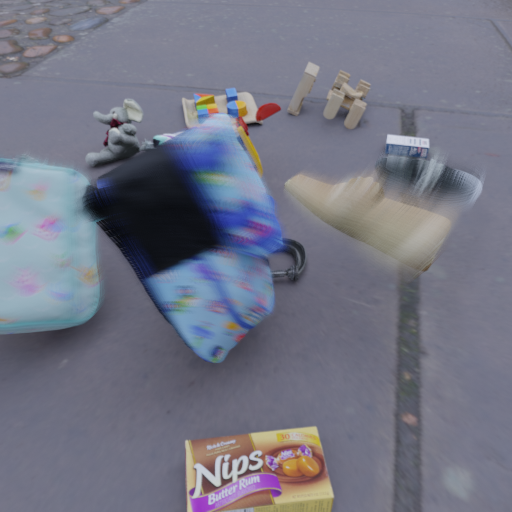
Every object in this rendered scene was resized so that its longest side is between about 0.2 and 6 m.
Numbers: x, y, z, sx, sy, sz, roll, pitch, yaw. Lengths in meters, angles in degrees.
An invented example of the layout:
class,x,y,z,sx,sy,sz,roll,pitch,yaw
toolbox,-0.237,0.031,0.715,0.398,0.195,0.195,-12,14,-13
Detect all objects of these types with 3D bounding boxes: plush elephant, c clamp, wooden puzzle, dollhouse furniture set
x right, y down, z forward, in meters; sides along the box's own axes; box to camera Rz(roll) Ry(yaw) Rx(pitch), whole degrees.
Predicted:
class,x,y,z,sx,sy,sz,roll,pitch,yaw
plush elephant,-3.528,-3.236,14.269,1.738,1.432,1.346,-18,79,-45
c clamp,-0.025,0.245,10.906,2.219,0.300,1.895,-7,34,-7
wooden puzzle,-1.034,-4.396,16.509,2.204,0.510,2.041,-6,38,-8
dollhouse furniture set,2.144,-4.551,16.510,2.038,1.326,1.872,24,41,-4

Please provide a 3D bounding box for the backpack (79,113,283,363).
class,x,y,z,sx,sy,sz,roll,pitch,yaw
backpack,-0.699,-0.210,8.552,2.207,3.281,2.995,-26,14,8

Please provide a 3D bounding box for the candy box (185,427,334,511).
class,x,y,z,sx,sy,sz,roll,pitch,yaw
candy box,-0.005,2.895,7.329,1.821,0.514,1.063,-3,38,-6

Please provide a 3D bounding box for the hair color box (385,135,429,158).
class,x,y,z,sx,sy,sz,roll,pitch,yaw
hair color box,3.967,-2.882,14.746,1.084,0.328,0.542,8,39,10

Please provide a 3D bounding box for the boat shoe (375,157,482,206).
class,x,y,z,sx,sy,sz,roll,pitch,yaw
boat shoe,3.016,-1.403,9.908,1.857,0.634,0.686,22,82,25

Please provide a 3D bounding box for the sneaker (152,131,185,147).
class,x,y,z,sx,sy,sz,roll,pitch,yaw
sneaker,-1.533,-2.681,14.097,1.480,0.822,2.115,-23,44,-25

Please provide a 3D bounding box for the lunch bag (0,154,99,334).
class,x,y,z,sx,sy,sz,roll,pitch,yaw
lunch bag,-3.752,-0.193,9.222,2.315,2.887,1.113,3,-11,-39

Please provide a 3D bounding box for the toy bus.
class,x,y,z,sx,sy,sz,roll,pitch,yaw
toy bus,-0.614,-2.184,12.851,2.705,1.481,2.867,-10,25,50

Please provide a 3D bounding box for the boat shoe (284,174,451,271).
class,x,y,z,sx,sy,sz,roll,pitch,yaw
boat shoe,1.684,-0.746,8.830,2.777,0.990,0.896,32,92,30
